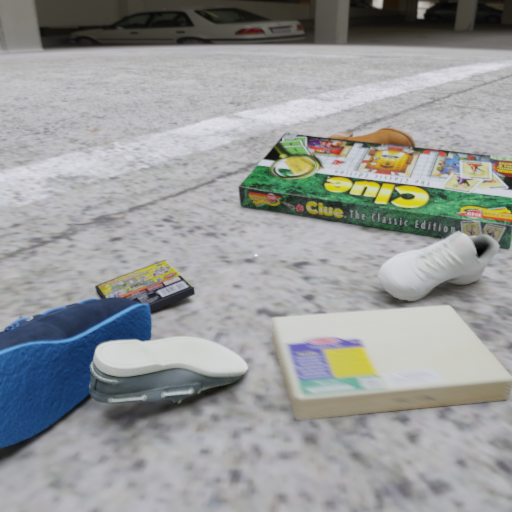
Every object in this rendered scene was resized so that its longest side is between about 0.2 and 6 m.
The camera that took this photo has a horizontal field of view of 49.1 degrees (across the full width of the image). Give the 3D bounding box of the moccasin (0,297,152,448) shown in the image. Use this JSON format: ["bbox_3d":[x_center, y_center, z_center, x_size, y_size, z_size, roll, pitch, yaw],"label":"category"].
[{"bbox_3d":[-2.540,1.282,6.525,1.067,1.259,3.130,11,14,28],"label":"moccasin"}]

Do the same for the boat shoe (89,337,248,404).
[{"bbox_3d":[-1.006,1.385,6.580,1.980,0.612,0.721,8,22,-38],"label":"boat shoe"}]

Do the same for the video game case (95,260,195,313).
[{"bbox_3d":[-1.758,0.537,8.804,1.247,0.159,1.127,-22,33,-24],"label":"video game case"}]

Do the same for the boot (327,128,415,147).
[{"bbox_3d":[2.683,-2.665,14.583,2.483,0.952,1.927,16,37,26],"label":"boot"}]

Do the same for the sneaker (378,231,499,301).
[{"bbox_3d":[2.866,0.032,8.744,2.099,1.043,0.818,-15,62,-23],"label":"sneaker"}]

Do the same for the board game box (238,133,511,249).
[{"bbox_3d":[2.720,-1.616,12.316,5.573,0.654,2.920,11,41,21],"label":"board game box"}]

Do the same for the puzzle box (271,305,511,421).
[{"bbox_3d":[1.603,1.283,7.196,2.624,0.334,1.746,-3,26,-6],"label":"puzzle box"}]
